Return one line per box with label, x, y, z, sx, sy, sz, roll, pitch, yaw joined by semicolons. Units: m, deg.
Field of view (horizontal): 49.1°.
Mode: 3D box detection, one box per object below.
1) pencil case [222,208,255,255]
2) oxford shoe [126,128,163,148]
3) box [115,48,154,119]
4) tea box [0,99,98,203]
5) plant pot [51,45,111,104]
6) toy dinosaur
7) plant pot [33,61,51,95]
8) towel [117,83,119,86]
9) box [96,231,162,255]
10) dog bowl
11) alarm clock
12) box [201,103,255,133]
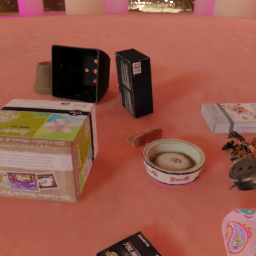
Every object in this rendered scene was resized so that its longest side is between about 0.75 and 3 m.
pencil case;2.550;2.803;5.004;1.277;1.277;2.922;3;27;5
oxford shoe;0.644;0.260;10.351;1.619;0.573;0.597;-12;24;-41
box;0.275;-1.996;12.408;1.016;2.576;1.818;-18;33;-18
tea box;-2.603;0.544;8.474;2.850;1.904;2.804;3;30;5
plant pot;-2.190;-2.852;14.370;2.581;2.587;2.295;10;19;19
toy dinosaur;3.902;0.745;9.591;1.151;0.866;1.695;39;27;30
plant pot;-4.284;-2.744;15.043;1.699;1.482;1.699;1;27;0
towel;-0.212;-2.404;15.829;0.588;0.120;0.803;-12;31;-21
box;0.114;2.879;5.896;1.179;0.295;1.188;-18;33;-28
dog bowl;1.398;1.102;8.734;1.923;0.709;1.923;0;28;0
alarm clock;3.548;1.205;8.195;1.045;0.516;1.550;-19;19;48
box;4.591;-0.445;11.805;2.520;0.519;1.965;1;28;-1
